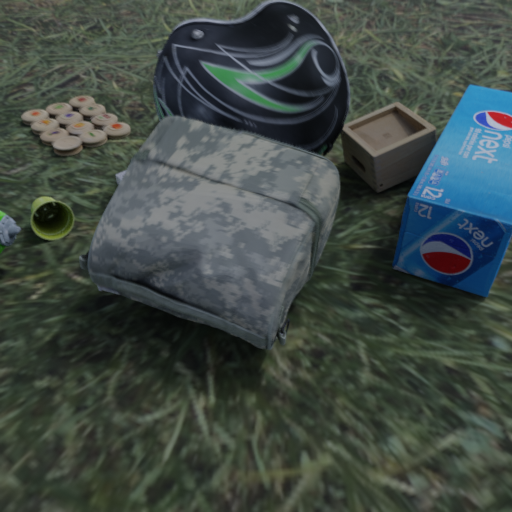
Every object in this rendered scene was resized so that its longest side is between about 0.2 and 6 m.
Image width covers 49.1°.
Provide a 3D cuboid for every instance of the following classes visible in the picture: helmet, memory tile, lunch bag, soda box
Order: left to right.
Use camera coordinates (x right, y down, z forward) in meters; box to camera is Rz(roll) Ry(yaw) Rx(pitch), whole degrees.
[{"bbox_3d":[-3.766,-2.752,11.624,1.661,0.182,2.167,-27,48,-29],"label":"memory tile"},{"bbox_3d":[-0.551,-0.227,7.128,2.715,1.892,2.277,20,58,11],"label":"lunch bag"},{"bbox_3d":[-0.188,-2.541,9.297,2.809,2.947,2.947,-31,48,-25],"label":"helmet"},{"bbox_3d":[3.528,-1.257,8.938,1.414,1.338,4.169,19,44,21],"label":"soda box"}]

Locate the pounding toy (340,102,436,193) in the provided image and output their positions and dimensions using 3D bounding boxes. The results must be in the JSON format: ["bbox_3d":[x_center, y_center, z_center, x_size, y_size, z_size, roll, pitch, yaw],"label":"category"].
[{"bbox_3d":[2.413,-1.980,10.204,1.440,1.112,1.564,-24,42,-7],"label":"pounding toy"}]

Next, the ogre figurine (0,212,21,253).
[{"bbox_3d":[-4.484,-0.412,7.980,1.643,1.345,2.741,-38,40,-21],"label":"ogre figurine"}]

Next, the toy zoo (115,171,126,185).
[{"bbox_3d":[-1.633,-1.232,9.801,1.238,0.193,1.887,-22,45,-24],"label":"toy zoo"}]

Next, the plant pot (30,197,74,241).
[{"bbox_3d":[-3.284,-0.650,8.855,0.650,0.650,0.597,-22,33,-24],"label":"plant pot"}]
